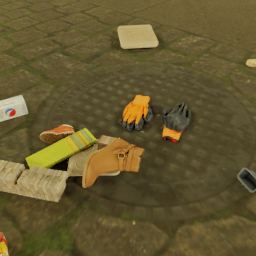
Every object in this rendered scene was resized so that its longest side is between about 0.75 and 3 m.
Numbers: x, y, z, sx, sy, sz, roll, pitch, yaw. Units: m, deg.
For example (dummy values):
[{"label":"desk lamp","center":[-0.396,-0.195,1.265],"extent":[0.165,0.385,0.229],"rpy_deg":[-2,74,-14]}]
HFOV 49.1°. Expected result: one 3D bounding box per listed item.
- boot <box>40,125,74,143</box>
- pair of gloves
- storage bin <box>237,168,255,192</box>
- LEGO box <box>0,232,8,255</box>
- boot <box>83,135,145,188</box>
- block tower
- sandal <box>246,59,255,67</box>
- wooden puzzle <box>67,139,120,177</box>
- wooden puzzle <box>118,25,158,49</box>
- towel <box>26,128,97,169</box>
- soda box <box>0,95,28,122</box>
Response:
[{"label":"boot","center":[-2.761,0.198,10.935],"extent":[1.323,0.496,0.709],"rpy_deg":[-3,38,-16]},{"label":"pair of gloves","center":[1.197,-0.538,11.833],"extent":[2.797,0.346,2.492],"rpy_deg":[14,43,14]},{"label":"storage bin","center":[4.072,1.733,9.203],"extent":[0.511,0.554,0.761],"rpy_deg":[7,33,-36]},{"label":"LEGO box","center":[-3.784,3.422,7.265],"extent":[1.221,0.471,0.909],"rpy_deg":[-18,45,-19]},{"label":"boot","center":[-0.449,1.220,9.087],"extent":[1.605,0.793,2.067],"rpy_deg":[18,47,10]},{"label":"block tower","center":[-3.320,1.678,9.037],"extent":[2.712,0.784,0.733],"rpy_deg":[8,42,11]},{"label":"sandal","center":[7.590,-3.827,15.231],"extent":[2.216,0.729,0.813],"rpy_deg":[-8,42,-9]},{"label":"wooden puzzle","center":[-1.162,1.082,9.982],"extent":[1.842,0.426,1.706],"rpy_deg":[-4,41,2]},{"label":"wooden puzzle","center":[0.567,-5.576,17.388],"extent":[2.244,0.561,2.423],"rpy_deg":[-5,46,-5]},{"label":"towel","center":[-2.402,0.817,10.153],"extent":[2.486,0.224,1.070],"rpy_deg":[-28,38,-17]},{"label":"soda box","center":[-5.319,-0.729,11.830],"extent":[1.947,0.620,0.663],"rpy_deg":[-19,45,-20]}]
